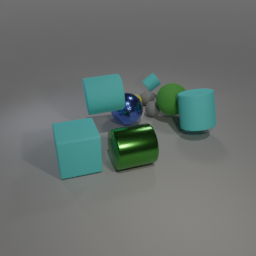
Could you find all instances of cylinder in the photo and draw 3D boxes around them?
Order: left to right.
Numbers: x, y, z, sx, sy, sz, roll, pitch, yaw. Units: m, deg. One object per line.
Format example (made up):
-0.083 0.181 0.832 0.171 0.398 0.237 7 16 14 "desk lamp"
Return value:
-0.947 -1.300 10.807 1.400 1.400 1.400 -10 31 -10 "cylinder"
0.148 0.627 9.606 1.400 1.400 1.400 -10 31 -17 "cylinder"
1.199 -2.328 14.311 0.700 0.700 0.700 -37 31 7 "cylinder"
2.720 -0.739 11.069 1.400 1.400 1.400 -8 15 2 "cylinder"

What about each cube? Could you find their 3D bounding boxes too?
-1.718 0.652 9.473 1.400 1.400 1.400 -9 31 -15 "cube"

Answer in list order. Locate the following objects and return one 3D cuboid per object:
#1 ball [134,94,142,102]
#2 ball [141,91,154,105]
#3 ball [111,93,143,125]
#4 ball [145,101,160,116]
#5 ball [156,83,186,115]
0.328 -1.279 13.619 0.700 0.700 0.700 0 30 0 "ball"
0.973 -1.503 14.070 0.700 0.700 0.700 0 30 0 "ball"
-0.047 -0.827 12.193 1.400 1.400 1.400 0 30 0 "ball"
1.141 -0.889 12.931 0.700 0.700 0.700 0 30 0 "ball"
1.930 -1.252 12.244 1.400 1.400 1.400 0 30 0 "ball"
